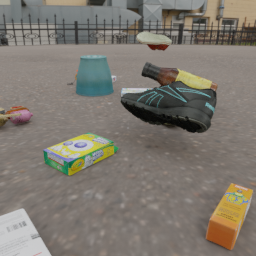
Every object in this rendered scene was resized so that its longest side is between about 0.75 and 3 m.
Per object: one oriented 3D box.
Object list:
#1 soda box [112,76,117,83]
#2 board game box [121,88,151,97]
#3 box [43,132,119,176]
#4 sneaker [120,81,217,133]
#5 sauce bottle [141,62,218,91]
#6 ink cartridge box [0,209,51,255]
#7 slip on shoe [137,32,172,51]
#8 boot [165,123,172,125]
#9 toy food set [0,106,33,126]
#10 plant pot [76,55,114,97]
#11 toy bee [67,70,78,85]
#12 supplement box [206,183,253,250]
[{"bbox_3d":[-1.007,-2.785,16.145,0.321,0.301,0.944,9,22,23],"label":"soda box"},{"bbox_3d":[0.439,-1.635,13.153,1.475,0.252,0.992,1,21,3],"label":"board game box"},{"bbox_3d":[-1.124,0.571,7.098,1.005,0.414,1.714,17,25,37],"label":"box"},{"bbox_3d":[1.046,-0.665,7.592,2.829,1.121,1.067,16,-18,36],"label":"sneaker"},{"bbox_3d":[2.002,-1.860,11.159,2.980,0.984,0.984,24,25,6],"label":"sauce bottle"},{"bbox_3d":[-1.547,1.800,3.635,0.913,0.526,1.576,-14,25,-32],"label":"ink cartridge box"},{"bbox_3d":[0.712,-2.357,7.779,1.351,0.413,0.500,-13,54,-49],"label":"slip on shoe"},{"bbox_3d":[1.675,-0.723,9.992,1.722,0.803,2.227,-9,24,-21],"label":"boot"},{"bbox_3d":[-4.137,-0.414,9.762,1.630,0.404,2.564,-7,13,-12],"label":"toy food set"},{"bbox_3d":[-1.637,-2.602,13.596,1.871,1.758,1.871,0,21,0],"label":"plant pot"},{"bbox_3d":[-2.533,-2.720,15.215,1.575,0.856,1.031,-4,22,-10],"label":"toy bee"},{"bbox_3d":[1.747,1.437,4.748,0.433,0.448,1.302,15,23,29],"label":"supplement box"}]
